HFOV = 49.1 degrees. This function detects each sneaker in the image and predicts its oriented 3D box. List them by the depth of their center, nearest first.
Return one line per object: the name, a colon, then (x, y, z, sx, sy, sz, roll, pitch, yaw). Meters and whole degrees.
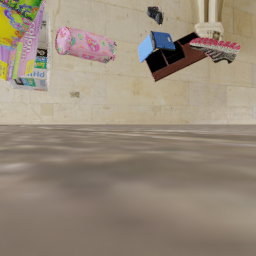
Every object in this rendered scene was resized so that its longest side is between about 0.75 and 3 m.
sneaker: (2.532, -2.260, 8.324, 1.457, 0.637, 0.537, 15, 44, 17)
sneaker: (0.831, -3.552, 8.872, 0.470, 0.406, 1.073, 3, 39, -9)

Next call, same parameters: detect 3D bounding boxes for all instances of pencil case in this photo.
pencil case: (-1.227, -2.459, 8.453, 0.849, 0.849, 1.942, 1, 1, 40)

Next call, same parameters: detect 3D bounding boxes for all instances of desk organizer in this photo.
desk organizer: (1.744, -2.666, 10.490, 2.168, 0.835, 0.777, -25, 35, 10)

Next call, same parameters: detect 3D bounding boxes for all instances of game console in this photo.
game console: (1.035, -2.997, 10.477, 1.138, 0.789, 1.333, 5, 42, -8)

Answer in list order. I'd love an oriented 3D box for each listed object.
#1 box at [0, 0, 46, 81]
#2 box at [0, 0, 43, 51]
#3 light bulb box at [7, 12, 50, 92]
box: (-3.321, -2.518, 6.736, 2.164, 1.904, 1.046, 28, 31, 8)
box: (-1.629, -2.021, 3.046, 1.603, 1.544, 0.978, 27, -20, -29)
light bulb box: (-3.301, -2.477, 9.355, 1.337, 2.143, 2.124, 2, -4, -14)
